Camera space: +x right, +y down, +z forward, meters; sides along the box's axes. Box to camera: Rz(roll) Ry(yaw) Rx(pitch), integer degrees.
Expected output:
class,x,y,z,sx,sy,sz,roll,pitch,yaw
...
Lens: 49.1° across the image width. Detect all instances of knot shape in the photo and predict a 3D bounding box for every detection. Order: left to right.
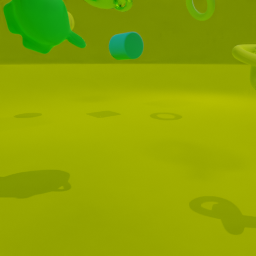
class,x,y,z,sx,sy,sz,roll,pitch,yaw
knot shape,1.997,-1.078,4.080,0.484,1.048,0.980,42,-1,-36

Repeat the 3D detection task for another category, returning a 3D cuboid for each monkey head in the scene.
class,x,y,z,sx,sy,sz,roll,pitch,yaw
monkey head,-1.480,-1.989,4.942,0.995,1.651,1.188,-27,29,28

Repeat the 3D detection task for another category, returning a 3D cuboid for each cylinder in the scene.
class,x,y,z,sx,sy,sz,roll,pitch,yaw
cylinder,-0.074,-3.111,10.690,0.973,0.973,0.973,-11,16,-37

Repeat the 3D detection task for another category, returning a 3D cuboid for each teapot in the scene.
class,x,y,z,sx,sy,sz,roll,pitch,yaw
teapot,-0.453,-2.897,5.106,1.194,1.920,0.940,-24,-12,-27

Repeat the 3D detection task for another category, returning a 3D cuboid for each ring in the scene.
class,x,y,z,sx,sy,sz,roll,pitch,yaw
ring,2.705,-4.691,10.525,0.263,1.314,1.314,-36,29,-21

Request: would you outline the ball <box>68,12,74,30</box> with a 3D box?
class,x,y,z,sx,sy,sz,roll,pitch,yaw
ball,-2.495,-3.993,10.587,0.905,0.905,0.905,0,14,0
